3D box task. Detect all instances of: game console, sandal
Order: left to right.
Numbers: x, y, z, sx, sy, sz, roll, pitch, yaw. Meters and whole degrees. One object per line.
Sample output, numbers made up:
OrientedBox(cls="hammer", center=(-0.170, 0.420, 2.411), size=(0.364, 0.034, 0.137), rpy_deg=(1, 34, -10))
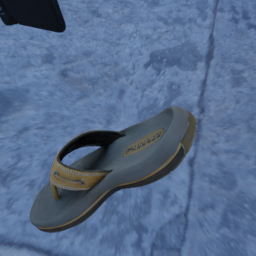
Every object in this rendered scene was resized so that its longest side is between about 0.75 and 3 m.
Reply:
OrientedBox(cls="game console", center=(-2.491, -3.882, 6.067), size=(1.719, 2.953, 2.597), rpy_deg=(-9, 51, 3))
OrientedBox(cls="sandal", center=(-0.482, 0.489, 3.703), size=(0.807, 2.956, 1.208), rpy_deg=(40, 40, -23))
